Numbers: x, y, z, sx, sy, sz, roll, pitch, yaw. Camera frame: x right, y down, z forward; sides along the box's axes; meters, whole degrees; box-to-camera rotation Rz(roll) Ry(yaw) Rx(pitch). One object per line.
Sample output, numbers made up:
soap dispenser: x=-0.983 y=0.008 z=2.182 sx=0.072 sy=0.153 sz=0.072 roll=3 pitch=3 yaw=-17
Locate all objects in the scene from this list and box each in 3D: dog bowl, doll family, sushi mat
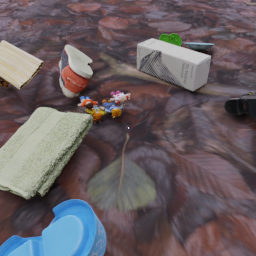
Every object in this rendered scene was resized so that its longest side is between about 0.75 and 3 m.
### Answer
dog bowl: x=-1.164 y=1.897 z=4.062 sx=1.975 sy=0.490 sz=1.101 roll=-35 pitch=40 yaw=3
doll family: x=-0.596 y=-0.536 z=7.606 sx=1.462 sy=0.659 sz=0.907 roll=-13 pitch=23 yaw=-14
sushi mat: x=-3.303 y=-1.833 z=7.942 sx=2.065 sy=0.125 sz=0.988 roll=30 pitch=77 yaw=29

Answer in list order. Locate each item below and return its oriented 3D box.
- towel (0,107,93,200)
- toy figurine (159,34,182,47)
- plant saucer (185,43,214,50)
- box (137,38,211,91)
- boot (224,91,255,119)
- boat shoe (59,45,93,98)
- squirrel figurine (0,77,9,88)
towel: x=-1.959 y=0.408 z=6.166 sx=1.769 sy=0.435 sz=2.384 roll=9 pitch=46 yaw=27
toy figurine: x=1.583 y=-3.538 z=11.259 sx=0.934 sy=0.701 sz=0.860 roll=16 pitch=23 yaw=-18
plant saucer: x=2.747 y=-3.166 z=10.838 sx=1.136 sy=0.219 sz=1.136 roll=2 pitch=20 yaw=-1
box: x=1.421 y=-2.123 z=9.185 sx=2.397 sy=0.985 sz=0.820 roll=29 pitch=46 yaw=36
boot: x=3.613 y=-0.723 z=7.564 sx=1.458 sy=0.580 sz=1.675 roll=-21 pitch=26 yaw=-35
boat shoe: x=-1.714 y=-1.881 z=8.938 sx=1.022 sy=0.898 sz=2.871 roll=23 pitch=22 yaw=-24
squirrel figurine: x=-3.873 y=-1.659 z=8.511 sx=0.561 sy=0.793 sz=0.740 roll=-9 pitch=-2 yaw=29
